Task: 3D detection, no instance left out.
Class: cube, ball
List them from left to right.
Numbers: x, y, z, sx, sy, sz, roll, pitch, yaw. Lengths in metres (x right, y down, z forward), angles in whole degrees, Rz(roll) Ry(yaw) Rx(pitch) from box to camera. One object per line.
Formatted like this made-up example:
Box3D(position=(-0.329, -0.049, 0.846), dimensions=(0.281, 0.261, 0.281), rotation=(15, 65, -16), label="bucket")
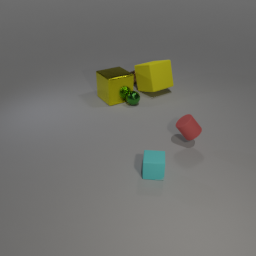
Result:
Box3D(position=(-0.663, -2.135, 14.108), dimensions=(1.400, 1.400, 1.400), rotation=(-17, 35, -27), label="cube")
Box3D(position=(0.250, -1.471, 13.690), dimensions=(0.700, 0.700, 0.700), rotation=(0, 31, 0), label="ball")
Box3D(position=(1.369, -2.760, 14.821), dimensions=(1.400, 1.400, 1.400), rotation=(-20, 19, -29), label="cube")
Box3D(position=(0.852, 1.214, 9.198), dimensions=(0.700, 0.700, 0.700), rotation=(3, 31, 6), label="cube")

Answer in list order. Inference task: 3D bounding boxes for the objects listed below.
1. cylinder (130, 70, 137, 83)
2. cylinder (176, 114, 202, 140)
Box3D(position=(0.422, -2.928, 15.897), dimensions=(0.700, 0.700, 0.700), rotation=(-28, 13, -38), label="cylinder")
Box3D(position=(2.219, -0.026, 10.241), dimensions=(0.700, 0.700, 0.700), rotation=(-37, 20, 16), label="cylinder")
